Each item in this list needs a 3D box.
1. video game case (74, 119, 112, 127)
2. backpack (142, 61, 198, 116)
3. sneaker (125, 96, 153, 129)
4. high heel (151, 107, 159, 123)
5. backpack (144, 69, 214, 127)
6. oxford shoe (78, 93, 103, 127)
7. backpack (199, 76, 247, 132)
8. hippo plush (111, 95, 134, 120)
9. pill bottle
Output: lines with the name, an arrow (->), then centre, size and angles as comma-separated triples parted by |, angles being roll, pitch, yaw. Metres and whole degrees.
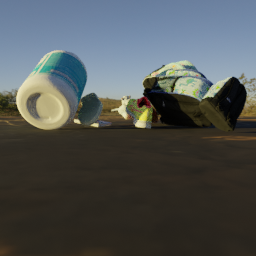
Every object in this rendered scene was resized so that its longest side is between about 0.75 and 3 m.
video game case -> -1.240, -0.198, 10.056 | 0.971, 0.126, 1.067 | 11, 7, 20
backpack -> 2.064, -1.545, 11.891 | 2.169, 2.558, 2.881 | -34, 8, -3
sneaker -> 0.424, -0.661, 8.864 | 0.702, 0.811, 1.796 | 3, 24, -18
high heel -> 0.889, -0.509, 11.558 | 1.259, 0.884, 2.624 | 33, 0, -5
backpack -> 1.873, -0.959, 8.882 | 1.974, 1.450, 1.806 | 12, -28, 40
oxford shoe -> -1.177, -0.544, 9.295 | 0.863, 0.663, 2.294 | -22, 25, 1
backpack -> 2.395, -0.687, 6.935 | 1.068, 1.309, 1.006 | 44, -15, -12
hippo plush -> 0.020, -1.051, 13.159 | 1.191, 0.957, 0.948 | 33, 33, 34
pill bottle -> -2.192, -1.391, 8.794 | 1.650, 1.650, 2.978 | 0, 36, 3
